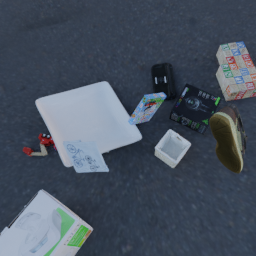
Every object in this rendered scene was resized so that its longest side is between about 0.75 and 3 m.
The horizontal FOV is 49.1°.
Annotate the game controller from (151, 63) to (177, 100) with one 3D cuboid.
[{"bbox_3d":[1.447,-1.922,11.441,0.901,0.364,1.726,-9,65,12],"label":"game controller"}]

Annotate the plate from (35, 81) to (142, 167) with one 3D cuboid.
[{"bbox_3d":[-1.445,-0.218,10.209,2.974,0.482,2.981,-20,63,-24],"label":"plate"}]

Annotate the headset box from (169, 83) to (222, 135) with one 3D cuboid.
[{"bbox_3d":[2.592,-0.699,10.619,1.585,0.735,1.380,27,69,12],"label":"headset box"}]

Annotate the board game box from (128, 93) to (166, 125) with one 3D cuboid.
[{"bbox_3d":[0.684,-0.692,10.113,1.004,1.327,0.243,-14,59,-43],"label":"board game box"}]

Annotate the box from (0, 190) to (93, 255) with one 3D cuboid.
[{"bbox_3d":[-2.552,3.482,7.703,1.435,2.618,2.967,33,69,14],"label":"box"}]

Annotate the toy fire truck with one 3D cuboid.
[{"bbox_3d":[-3.063,0.686,10.230,1.272,0.310,0.897,15,67,6],"label":"toy fire truck"}]

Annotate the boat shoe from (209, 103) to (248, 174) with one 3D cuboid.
[{"bbox_3d":[3.268,0.401,8.665,0.887,2.736,1.002,-43,46,-15],"label":"boat shoe"}]

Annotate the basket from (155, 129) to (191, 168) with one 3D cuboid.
[{"bbox_3d":[1.561,0.750,9.950,0.944,0.766,0.953,36,71,15],"label":"basket"}]

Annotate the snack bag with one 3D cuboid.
[{"bbox_3d":[-1.125,0.757,7.499,1.104,1.041,0.118,-6,29,27],"label":"snack bag"}]

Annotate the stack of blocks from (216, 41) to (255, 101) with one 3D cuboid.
[{"bbox_3d":[4.335,-2.332,11.382,1.323,0.673,2.298,-9,66,-4],"label":"stack of blocks"}]
